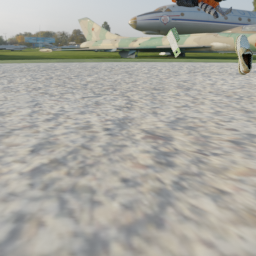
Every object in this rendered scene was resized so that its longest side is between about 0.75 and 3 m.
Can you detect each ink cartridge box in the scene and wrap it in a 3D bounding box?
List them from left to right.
[{"bbox_3d":[1.559,-2.801,9.213,0.193,0.805,0.586,-25,2,-6],"label":"ink cartridge box"}]

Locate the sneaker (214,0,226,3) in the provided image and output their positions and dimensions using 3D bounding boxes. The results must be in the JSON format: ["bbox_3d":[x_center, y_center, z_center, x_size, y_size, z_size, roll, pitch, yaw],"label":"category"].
[{"bbox_3d":[1.989,-2.773,4.741,2.142,1.237,0.865,17,20,22],"label":"sneaker"}]

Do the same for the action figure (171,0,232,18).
[{"bbox_3d":[1.896,-3.974,8.196,1.968,1.064,2.035,27,10,32],"label":"action figure"}]

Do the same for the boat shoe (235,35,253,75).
[{"bbox_3d":[3.747,-2.367,8.902,0.480,1.285,0.439,-7,-2,-7],"label":"boat shoe"}]
